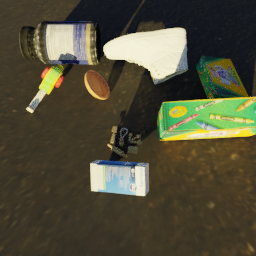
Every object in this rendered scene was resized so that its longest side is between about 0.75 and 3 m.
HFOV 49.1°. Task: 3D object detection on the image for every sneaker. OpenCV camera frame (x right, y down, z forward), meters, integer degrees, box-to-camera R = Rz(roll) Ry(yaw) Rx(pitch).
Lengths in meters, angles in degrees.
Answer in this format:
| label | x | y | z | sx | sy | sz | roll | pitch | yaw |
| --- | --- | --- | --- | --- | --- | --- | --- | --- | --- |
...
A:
| label | x | y | z | sx | sy | sz | roll | pitch | yaw |
| --- | --- | --- | --- | --- | --- | --- | --- | --- | --- |
| sneaker | 0.608 | -2.343 | 9.751 | 2.941 | 1.084 | 1.700 | -6 | 86 | 14 |

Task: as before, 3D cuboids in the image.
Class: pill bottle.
| label | x | y | z | sx | sy | sz | roll | pitch | yaw |
| --- | --- | --- | --- | --- | --- | --- | --- | --- | --- |
| pill bottle | -2.437 | -3.137 | 10.343 | 2.744 | 1.535 | 1.535 | 1 | 50 | 2 |

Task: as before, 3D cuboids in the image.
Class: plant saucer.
| label | x | y | z | sx | sy | sz | roll | pitch | yaw |
| --- | --- | --- | --- | --- | --- | --- | --- | --- | --- |
| plant saucer | -1.062 | -1.417 | 9.422 | 0.205 | 1.093 | 1.093 | -30 | 42 | 32 |

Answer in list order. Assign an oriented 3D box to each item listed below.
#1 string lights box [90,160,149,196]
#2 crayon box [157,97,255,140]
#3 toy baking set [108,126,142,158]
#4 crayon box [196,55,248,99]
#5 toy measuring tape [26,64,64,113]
| label | x | y | z | sx | sy | sz | roll | pitch | yaw |
| --- | --- | --- | --- | --- | --- | --- | --- | --- | --- |
| string lights box | -0.209 | 1.227 | 6.980 | 1.410 | 0.725 | 0.416 | 2 | 7 | 18 |
| crayon box | 2.247 | -0.209 | 7.621 | 2.792 | 1.658 | 0.813 | -3 | 81 | 1 |
| toy baking set | -0.130 | 0.405 | 8.327 | 1.196 | 0.139 | 0.918 | 27 | 54 | 25 |
| crayon box | 3.147 | -1.587 | 9.502 | 1.140 | 0.559 | 1.920 | 4 | 52 | -15 |
| toy measuring tape | -2.624 | -1.390 | 9.074 | 0.733 | 0.733 | 1.993 | 18 | 58 | 14 |
